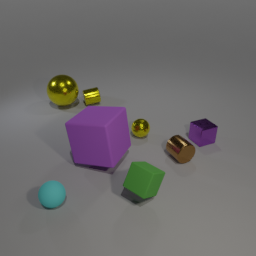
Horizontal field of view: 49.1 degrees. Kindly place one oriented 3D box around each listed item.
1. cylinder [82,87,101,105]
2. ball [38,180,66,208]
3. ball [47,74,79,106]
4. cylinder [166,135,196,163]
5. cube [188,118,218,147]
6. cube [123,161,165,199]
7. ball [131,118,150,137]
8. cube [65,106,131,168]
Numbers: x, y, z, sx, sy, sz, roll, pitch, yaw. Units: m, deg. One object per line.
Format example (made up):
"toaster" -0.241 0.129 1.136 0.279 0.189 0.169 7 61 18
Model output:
"cylinder" -1.666 -1.459 12.828 0.700 0.700 0.700 -15 32 -11
"ball" -1.984 1.727 7.314 0.700 0.700 0.700 0 30 0
"ball" -2.899 -1.673 12.466 1.400 1.400 1.400 0 30 0
"cylinder" 1.711 0.681 9.128 0.700 0.700 0.700 -14 32 -23
"cube" 2.690 0.156 10.080 0.700 0.700 0.700 -13 32 -21
"cube" 0.423 1.327 7.269 0.700 0.700 0.700 25 9 32
"ball" 0.468 -0.005 10.334 0.700 0.700 0.700 0 30 0
"cube" -0.868 0.219 8.699 1.400 1.400 1.400 4 27 24
